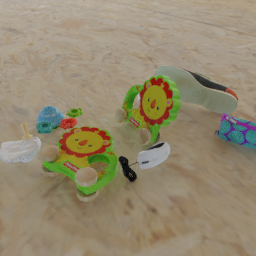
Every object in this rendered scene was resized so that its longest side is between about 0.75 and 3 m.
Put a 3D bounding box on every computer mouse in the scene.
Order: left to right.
[{"bbox_3d":[0.496,0.776,6.964,1.415,0.776,0.310,-25,25,-15],"label":"computer mouse"}]

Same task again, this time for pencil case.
[{"bbox_3d":[3.454,0.147,7.910,1.788,0.826,0.761,18,62,25],"label":"pencil case"}]

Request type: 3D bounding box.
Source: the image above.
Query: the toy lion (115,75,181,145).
[{"bbox_3d":[0.603,-0.646,8.092,0.698,1.950,2.034,1,28,-38],"label":"toy lion"}]

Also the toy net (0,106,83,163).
[{"bbox_3d":[-2.458,0.232,8.148,1.539,0.567,2.934,11,36,11],"label":"toy net"}]

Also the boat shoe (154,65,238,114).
[{"bbox_3d":[2.304,-1.388,9.486,2.942,1.047,0.920,23,35,3],"label":"boat shoe"}]

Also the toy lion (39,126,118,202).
[{"bbox_3d":[-1.091,0.690,7.335,2.102,0.722,2.015,25,41,31],"label":"toy lion"}]

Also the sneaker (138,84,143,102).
[{"bbox_3d":[1.398,-1.213,10.077,2.100,0.802,0.845,-12,37,-2],"label":"sneaker"}]
